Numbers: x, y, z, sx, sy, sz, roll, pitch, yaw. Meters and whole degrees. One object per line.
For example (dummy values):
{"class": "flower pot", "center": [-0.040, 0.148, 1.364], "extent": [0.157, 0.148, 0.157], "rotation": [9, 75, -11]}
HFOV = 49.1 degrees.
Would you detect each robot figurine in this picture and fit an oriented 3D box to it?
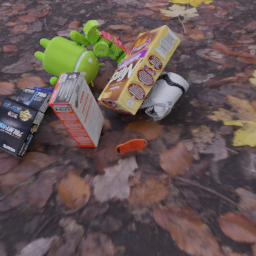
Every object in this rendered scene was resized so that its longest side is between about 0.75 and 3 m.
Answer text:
{"class": "robot figurine", "center": [-2.058, -2.350, 9.938], "extent": [2.298, 1.329, 2.016], "rotation": [25, 93, 2]}

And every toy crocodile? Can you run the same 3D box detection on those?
{"class": "toy crocodile", "center": [-0.461, -2.830, 10.173], "extent": [2.809, 0.867, 0.948], "rotation": [28, 31, -34]}

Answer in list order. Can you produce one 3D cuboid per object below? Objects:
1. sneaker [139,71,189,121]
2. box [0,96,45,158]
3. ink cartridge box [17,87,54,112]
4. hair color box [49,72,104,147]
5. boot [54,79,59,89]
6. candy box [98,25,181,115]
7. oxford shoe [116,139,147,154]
{"class": "sneaker", "center": [0.783, -1.108, 9.222], "extent": [1.415, 0.925, 2.462], "rotation": [-57, 31, -6]}
{"class": "box", "center": [-3.332, -0.050, 8.162], "extent": [1.456, 0.362, 1.445], "rotation": [21, 80, 25]}
{"class": "ink cartridge box", "center": [-3.183, -0.739, 9.192], "extent": [0.971, 0.383, 1.953], "rotation": [11, 53, 12]}
{"class": "hair color box", "center": [-1.337, -0.447, 7.774], "extent": [0.638, 1.996, 1.107], "rotation": [0, 54, 16]}
{"class": "boot", "center": [-2.141, -0.998, 9.186], "extent": [0.643, 0.518, 1.424], "rotation": [12, 63, 0]}
{"class": "candy box", "center": [0.300, -1.753, 8.640], "extent": [2.708, 0.765, 1.580], "rotation": [-60, 27, -7]}
{"class": "oxford shoe", "center": [0.095, 0.463, 7.799], "extent": [0.884, 0.315, 0.321], "rotation": [-14, 12, 14]}
